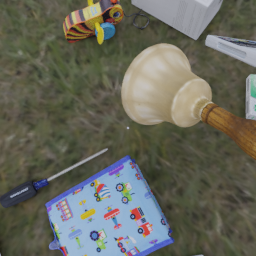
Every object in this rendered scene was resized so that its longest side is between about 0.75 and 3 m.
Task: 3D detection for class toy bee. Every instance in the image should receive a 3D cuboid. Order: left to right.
[{"bbox_3d":[-0.661,-3.077,7.382,2.309,1.255,1.512,-35,74,-10],"label":"toy bee"}]

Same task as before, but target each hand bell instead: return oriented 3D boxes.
[{"bbox_3d":[1.082,-0.146,3.434,1.306,1.306,2.508,-37,39,-11],"label":"hand bell"}]

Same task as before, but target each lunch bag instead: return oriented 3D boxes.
[{"bbox_3d":[-0.562,1.999,5.923,2.457,1.156,1.849,-28,77,1],"label":"lunch bag"}]

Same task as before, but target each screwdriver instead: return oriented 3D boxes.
[{"bbox_3d":[-1.649,1.137,6.456,2.676,0.373,0.389,-24,45,-4],"label":"screwdriver"}]

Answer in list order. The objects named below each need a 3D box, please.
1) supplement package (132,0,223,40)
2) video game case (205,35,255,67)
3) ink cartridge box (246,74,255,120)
[{"bbox_3d":[1.358,-3.733,7.525,2.238,1.357,1.340,34,75,10],"label":"supplement package"},{"bbox_3d":[2.528,-1.183,4.645,1.920,0.224,1.745,2,27,-15],"label":"video game case"},{"bbox_3d":[3.735,-0.726,7.107,1.401,0.351,1.127,6,73,4],"label":"ink cartridge box"}]
